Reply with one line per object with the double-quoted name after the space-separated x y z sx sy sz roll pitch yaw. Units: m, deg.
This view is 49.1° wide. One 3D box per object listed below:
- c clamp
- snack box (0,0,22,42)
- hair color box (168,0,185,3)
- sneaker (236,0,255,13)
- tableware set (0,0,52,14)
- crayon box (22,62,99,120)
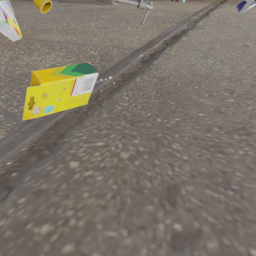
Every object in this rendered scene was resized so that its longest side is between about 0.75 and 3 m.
-0.114 -4.469 9.260 2.385 2.038 0.323 8 54 -23 "c clamp"
-3.584 -3.335 7.923 0.388 1.464 1.041 -22 -9 1 "snack box"
0.620 -2.036 3.088 0.327 1.079 0.534 19 -5 21 "hair color box"
3.523 -3.517 7.862 0.484 0.339 0.839 -6 -16 -44 "sneaker"
-2.222 -3.344 6.156 0.424 1.861 2.763 44 4 2 "tableware set"
-1.088 -0.576 4.318 1.164 0.739 0.296 -20 64 -38 "crayon box"
